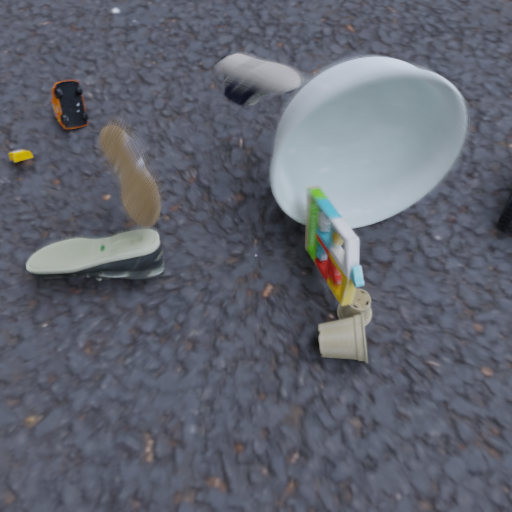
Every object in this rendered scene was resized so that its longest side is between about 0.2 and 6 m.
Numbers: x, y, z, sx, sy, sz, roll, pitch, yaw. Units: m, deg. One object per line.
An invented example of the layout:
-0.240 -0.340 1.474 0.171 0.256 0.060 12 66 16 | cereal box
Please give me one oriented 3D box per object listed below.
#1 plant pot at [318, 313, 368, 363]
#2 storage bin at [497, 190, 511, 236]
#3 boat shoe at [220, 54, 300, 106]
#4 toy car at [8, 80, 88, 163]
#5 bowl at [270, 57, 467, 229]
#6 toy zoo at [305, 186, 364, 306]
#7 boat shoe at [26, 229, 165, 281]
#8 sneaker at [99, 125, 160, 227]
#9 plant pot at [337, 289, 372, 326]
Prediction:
1.519 1.461 9.859 0.807 0.882 0.882 -5 58 10 | plant pot
5.914 -1.192 11.360 1.288 0.893 1.904 27 64 15 | storage bin
0.075 -3.180 10.529 1.759 0.816 0.657 31 49 31 | boat shoe
-4.774 -3.028 12.435 0.740 1.091 2.223 14 47 46 | toy car
1.847 -2.297 10.539 3.689 3.689 1.658 -13 51 -7 | bowl
1.364 -0.120 9.978 0.223 1.428 2.177 -11 38 -12 | toy zoo
-3.001 0.166 10.510 2.573 0.870 0.924 -7 42 3 | boat shoe
-2.223 -1.437 10.132 0.646 1.000 1.843 -23 100 -5 | sneaker
1.843 0.918 10.258 0.650 0.595 0.650 0 59 0 | plant pot
